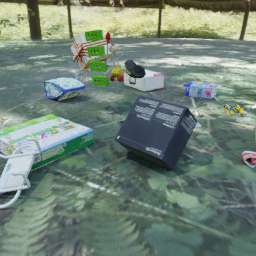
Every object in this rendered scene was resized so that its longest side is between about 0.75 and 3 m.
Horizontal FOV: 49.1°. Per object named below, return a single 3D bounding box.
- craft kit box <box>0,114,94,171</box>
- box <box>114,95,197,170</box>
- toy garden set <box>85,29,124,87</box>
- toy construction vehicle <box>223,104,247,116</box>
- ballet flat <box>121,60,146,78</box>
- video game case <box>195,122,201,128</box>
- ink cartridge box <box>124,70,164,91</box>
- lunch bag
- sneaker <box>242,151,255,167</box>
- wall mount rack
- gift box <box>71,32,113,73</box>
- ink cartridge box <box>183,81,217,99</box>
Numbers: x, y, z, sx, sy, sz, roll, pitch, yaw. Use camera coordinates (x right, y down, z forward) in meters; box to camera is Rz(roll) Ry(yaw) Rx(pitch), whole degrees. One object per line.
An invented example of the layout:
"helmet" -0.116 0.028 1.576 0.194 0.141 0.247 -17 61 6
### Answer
"craft kit box" -3.020 0.357 9.934 2.588 0.636 2.621 22 31 36
"box" 0.860 0.083 8.846 1.924 1.752 1.002 21 -14 39
"toy garden set" -0.822 -2.631 10.558 0.414 2.076 1.731 -22 24 -38
"toy construction vehicle" 4.923 -0.786 12.983 0.945 0.382 1.085 8 24 -10
"ballet flat" 0.199 -2.563 12.777 0.702 0.822 2.472 -17 -2 20
"video game case" 2.386 -0.174 11.768 1.128 0.098 0.806 -3 24 -8
"ink cartridge box" 0.973 -2.999 17.377 1.575 0.914 2.134 -14 25 -30
"lunch bag" -3.383 -2.117 15.061 1.758 1.120 1.494 6 22 39
"sneaker" 4.113 0.980 8.694 1.049 0.374 0.590 1 18 22
"wall mount rack" -3.458 1.016 7.492 1.992 0.855 2.292 -9 37 5
"gift box" -1.644 -3.368 12.503 1.417 1.517 1.400 -23 -8 -29
"ink cartridge box" 4.001 -2.176 15.810 1.732 0.661 1.181 12 25 30
